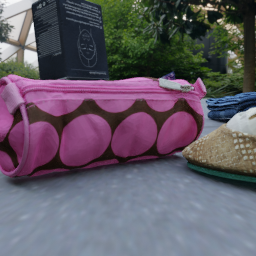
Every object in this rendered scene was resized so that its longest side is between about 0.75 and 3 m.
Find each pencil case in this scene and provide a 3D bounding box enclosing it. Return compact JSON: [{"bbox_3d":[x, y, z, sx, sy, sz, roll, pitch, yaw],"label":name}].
[{"bbox_3d":[-0.243,-0.130,3.300,2.461,1.117,1.153,-8,-23,-33],"label":"pencil case"}]

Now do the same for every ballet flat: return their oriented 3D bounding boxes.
[{"bbox_3d":[1.783,0.102,2.417,2.970,0.969,1.047,6,12,44],"label":"ballet flat"}]

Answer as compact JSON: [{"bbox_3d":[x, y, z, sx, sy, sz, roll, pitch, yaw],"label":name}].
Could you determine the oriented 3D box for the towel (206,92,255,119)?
[{"bbox_3d":[3.448,-0.634,8.268,1.606,0.698,2.877,-1,1,-2],"label":"towel"}]

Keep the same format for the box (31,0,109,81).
[{"bbox_3d":[-1.658,-2.488,8.276,1.239,2.314,1.717,-4,3,38],"label":"box"}]
